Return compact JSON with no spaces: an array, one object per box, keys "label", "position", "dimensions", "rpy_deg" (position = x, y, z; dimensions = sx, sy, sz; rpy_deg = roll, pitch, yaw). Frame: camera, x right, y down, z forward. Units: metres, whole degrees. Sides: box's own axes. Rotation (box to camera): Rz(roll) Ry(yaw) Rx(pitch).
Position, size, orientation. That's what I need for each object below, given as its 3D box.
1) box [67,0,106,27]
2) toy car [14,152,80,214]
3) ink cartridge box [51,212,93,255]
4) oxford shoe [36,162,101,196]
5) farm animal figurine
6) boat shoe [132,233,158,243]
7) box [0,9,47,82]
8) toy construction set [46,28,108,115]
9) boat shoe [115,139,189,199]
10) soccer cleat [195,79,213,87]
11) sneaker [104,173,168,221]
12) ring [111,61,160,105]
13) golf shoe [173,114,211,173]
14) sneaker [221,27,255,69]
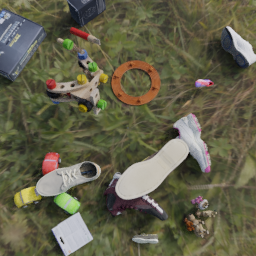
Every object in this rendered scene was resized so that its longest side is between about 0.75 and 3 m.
[{"label":"box","position":[-1.664,-5.022,11.419],"dimensions":[1.363,1.011,0.730],"rpy_deg":[-41,77,-12]},{"label":"toy car","position":[-2.544,2.138,9.503],"dimensions":[2.085,0.494,2.216],"rpy_deg":[34,76,10]},{"label":"ink cartridge box","position":[-1.830,3.489,9.228],"dimensions":[1.016,0.206,1.014],"rpy_deg":[-30,78,-10]},{"label":"oxford shoe","position":[-1.956,1.636,9.347],"dimensions":[2.214,0.639,0.832],"rpy_deg":[-15,75,-19]},{"label":"farm animal figurine","position":[2.321,2.918,9.273],"dimensions":[0.959,0.597,1.188],"rpy_deg":[32,71,-10]},{"label":"boat shoe","position":[0.563,3.596,9.162],"dimensions":[0.851,0.304,0.254],"rpy_deg":[-3,46,14]},{"label":"box","position":[-4.734,-3.317,11.094],"dimensions":[1.946,0.630,2.468],"rpy_deg":[27,75,7]},{"label":"toy construction set","position":[-1.285,-1.671,9.106],"dimensions":[1.973,2.568,2.142],"rpy_deg":[28,37,21]},{"label":"boat shoe","position":[0.791,1.434,9.295],"dimensions":[2.867,0.853,1.030],"rpy_deg":[-36,75,-21]},{"label":"soccer cleat","position":[2.824,-1.657,10.414],"dimensions":[0.841,0.322,0.280],"rpy_deg":[-11,113,-39]},{"label":"sneaker","position":[0.130,2.612,9.280],"dimensions":[2.245,0.850,1.297],"rpy_deg":[36,82,20]},{"label":"ring","position":[0.307,-1.793,10.875],"dimensions":[1.910,0.183,1.910],"rpy_deg":[0,72,0]},{"label":"golf shoe","position":[2.278,0.599,9.936],"dimensions":[0.974,0.802,2.129],"rpy_deg":[-20,74,15]},{"label":"sneaker","position":[4.395,-3.241,11.150],"dimensions":[0.816,0.698,1.874],"rpy_deg":[-25,81,-20]}]
